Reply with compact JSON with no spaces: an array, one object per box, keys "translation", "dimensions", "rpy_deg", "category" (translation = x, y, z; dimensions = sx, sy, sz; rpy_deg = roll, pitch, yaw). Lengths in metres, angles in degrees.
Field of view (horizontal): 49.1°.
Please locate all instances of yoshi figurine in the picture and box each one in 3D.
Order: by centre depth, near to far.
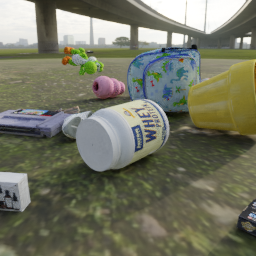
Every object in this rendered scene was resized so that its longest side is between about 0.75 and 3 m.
[{"translation":[-1.553,-2.219,9.454],"dimensions":[1.430,0.801,0.804],"rpy_deg":[21,-17,8],"category":"yoshi figurine"}]

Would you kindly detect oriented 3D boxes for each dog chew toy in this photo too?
[{"translation":[-0.940,-2.127,14.836],"dimensions":[1.883,1.173,1.173],"rpy_deg":[-4,16,-42],"category":"dog chew toy"}]

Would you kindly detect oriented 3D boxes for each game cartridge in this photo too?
[{"translation":[-3.495,-0.237,9.845],"dimensions":[2.772,0.532,1.797],"rpy_deg":[4,22,14],"category":"game cartridge"}]

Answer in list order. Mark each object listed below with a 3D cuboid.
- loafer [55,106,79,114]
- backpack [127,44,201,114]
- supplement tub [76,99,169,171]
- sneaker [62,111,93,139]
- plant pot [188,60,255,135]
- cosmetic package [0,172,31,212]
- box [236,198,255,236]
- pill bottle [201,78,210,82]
[{"translation":[-2.580,-0.665,11.279],"dimensions":[1.233,0.388,0.443],"rpy_deg":[-6,19,-19],"category":"loafer"},{"translation":[1.450,-1.903,11.434],"dimensions":[2.949,2.698,2.167],"rpy_deg":[-2,17,8],"category":"backpack"},{"translation":[-0.100,0.147,6.933],"dimensions":[1.469,1.469,2.026],"rpy_deg":[15,24,39],"category":"supplement tub"},{"translation":[-1.744,-0.075,9.115],"dimensions":[0.814,0.715,2.032],"rpy_deg":[-5,10,12],"category":"sneaker"},{"translation":[3.245,-0.855,9.194],"dimensions":[2.169,2.305,2.305],"rpy_deg":[-7,11,34],"category":"plant pot"},{"translation":[-2.612,1.145,5.178],"dimensions":[1.489,0.615,0.377],"rpy_deg":[2,17,8],"category":"cosmetic package"},{"translation":[2.530,1.520,4.554],"dimensions":[1.115,0.277,1.107],"rpy_deg":[15,24,40],"category":"box"},{"translation":[4.591,-1.970,14.098],"dimensions":[2.122,1.174,1.174],"rpy_deg":[-12,21,-33],"category":"pill bottle"}]
